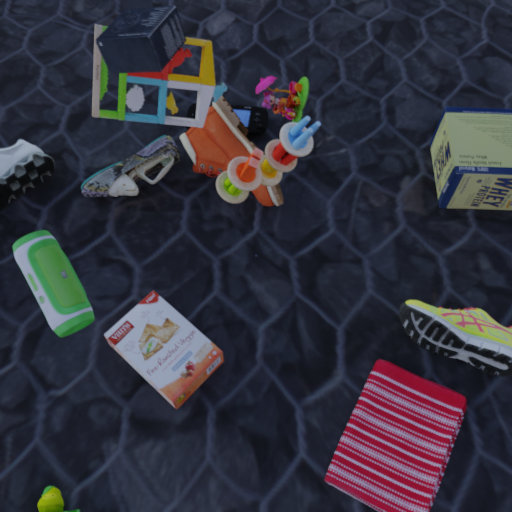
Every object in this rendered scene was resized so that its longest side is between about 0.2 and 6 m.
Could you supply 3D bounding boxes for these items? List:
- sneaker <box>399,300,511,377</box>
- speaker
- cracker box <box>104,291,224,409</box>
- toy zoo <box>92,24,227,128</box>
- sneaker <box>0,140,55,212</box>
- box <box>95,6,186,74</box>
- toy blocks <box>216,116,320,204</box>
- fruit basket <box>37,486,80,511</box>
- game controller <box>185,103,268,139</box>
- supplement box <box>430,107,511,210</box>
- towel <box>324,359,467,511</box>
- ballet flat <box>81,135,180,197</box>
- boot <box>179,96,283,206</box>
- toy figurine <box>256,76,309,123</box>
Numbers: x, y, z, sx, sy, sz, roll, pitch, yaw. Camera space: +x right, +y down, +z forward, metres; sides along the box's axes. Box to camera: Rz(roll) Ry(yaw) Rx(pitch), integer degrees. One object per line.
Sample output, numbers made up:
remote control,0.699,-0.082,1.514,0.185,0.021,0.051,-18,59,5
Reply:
sneaker,3.824,1.352,10.520,2.313,0.904,1.045,26,53,10
speaker,-3.297,0.449,9.130,0.741,0.741,1.676,-28,84,-15
cracker box,-1.704,1.709,10.404,1.884,0.543,1.262,37,67,20
toy zoo,-1.867,-3.487,11.090,2.618,1.717,0.268,1,22,-18
sneaker,-5.838,-1.626,12.115,1.190,0.996,2.689,39,58,20
box,-1.920,-3.635,9.435,1.066,0.661,1.048,6,48,23
toy blocks,0.210,-1.560,8.910,1.393,1.671,0.607,-30,86,-30
fruit basket,-3.309,4.170,9.002,0.907,0.654,0.907,1,77,-4
game controller,-0.696,-3.244,13.325,1.943,0.409,1.014,5,61,2
supplement box,4.939,-2.106,12.186,1.850,1.242,1.848,2,60,1
towel,2.474,3.177,9.727,1.783,0.277,2.466,24,63,14
ballet flat,-2.654,-1.800,12.296,2.365,0.851,0.851,-35,66,-17
boot,-0.547,-1.999,12.393,1.524,1.066,2.842,-36,73,6
toy figurine,0.460,-3.264,11.565,0.985,0.803,1.070,9,89,-18
